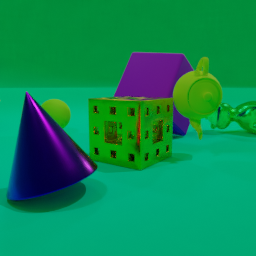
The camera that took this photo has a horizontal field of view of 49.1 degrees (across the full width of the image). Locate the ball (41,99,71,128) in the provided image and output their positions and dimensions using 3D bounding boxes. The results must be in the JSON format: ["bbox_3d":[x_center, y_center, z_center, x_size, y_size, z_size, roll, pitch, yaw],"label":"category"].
[{"bbox_3d":[-1.720,-0.304,6.563,0.745,0.745,0.745,0,9,0],"label":"ball"}]

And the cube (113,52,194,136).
[{"bbox_3d":[0.720,-0.794,6.560,1.386,1.386,1.386,14,-14,37],"label":"cube"}]

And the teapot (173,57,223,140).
[{"bbox_3d":[1.183,-0.487,4.618,0.824,1.325,0.649,2,9,-9],"label":"teapot"}]

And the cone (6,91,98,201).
[{"bbox_3d":[-0.977,0.098,3.130,1.036,1.040,1.036,-15,7,2],"label":"cone"}]

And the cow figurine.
[{"bbox_3d":[2.972,-0.350,7.207,1.696,0.931,1.669,-11,19,-38],"label":"cow figurine"}]

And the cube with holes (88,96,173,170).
[{"bbox_3d":[0.062,0.008,4.593,0.996,0.996,0.996,6,11,35],"label":"cube with holes"}]
